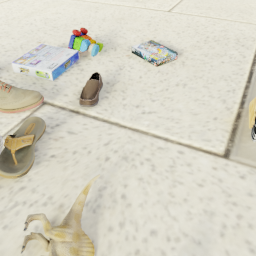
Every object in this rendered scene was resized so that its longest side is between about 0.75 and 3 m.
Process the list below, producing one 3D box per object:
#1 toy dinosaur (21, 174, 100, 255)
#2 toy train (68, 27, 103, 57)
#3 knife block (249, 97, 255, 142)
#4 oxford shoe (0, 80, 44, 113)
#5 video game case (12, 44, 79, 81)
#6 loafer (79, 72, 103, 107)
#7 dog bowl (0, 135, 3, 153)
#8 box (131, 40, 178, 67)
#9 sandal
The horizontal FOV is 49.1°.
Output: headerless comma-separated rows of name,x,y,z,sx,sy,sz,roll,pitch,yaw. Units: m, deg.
toy dinosaur,-1.336,2.213,5.552,1.439,0.828,2.845,12,46,-10
toy train,-1.691,-3.907,12.819,1.304,0.954,2.254,26,29,5
knife block,4.029,-0.217,8.596,0.532,1.458,1.661,13,-4,13
oxford shoe,-4.151,-1.124,9.210,2.657,0.994,0.936,-1,39,-1
video game case,-3.356,-2.775,11.620,1.874,0.470,2.068,16,42,16
loafer,-1.318,-1.388,9.801,0.669,0.650,1.831,3,40,4
dog bowl,-3.655,0.672,6.263,0.574,1.958,1.958,33,46,7
box,1.154,-3.336,12.414,1.209,0.334,1.771,-25,46,-27
sandal,-2.929,0.362,7.666,0.969,0.651,2.411,3,41,4
